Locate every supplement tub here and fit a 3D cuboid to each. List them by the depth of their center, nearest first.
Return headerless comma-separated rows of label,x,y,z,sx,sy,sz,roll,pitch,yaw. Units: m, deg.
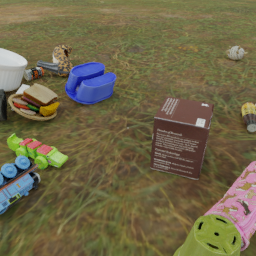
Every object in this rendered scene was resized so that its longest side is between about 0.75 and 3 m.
supplement tub,-4.475,-2.596,13.324,0.844,0.517,0.517,-28,41,-35

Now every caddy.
caddy,-1.517,-1.768,11.463,1.531,1.137,2.165,43,44,20

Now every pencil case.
pencil case,2.608,1.625,6.129,0.985,1.030,2.380,31,46,34

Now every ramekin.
ramekin,-5.730,-2.543,11.936,2.556,1.246,2.556,17,22,-7

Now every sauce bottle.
sauce bottle,4.299,-0.386,9.835,0.507,0.507,1.536,7,33,11

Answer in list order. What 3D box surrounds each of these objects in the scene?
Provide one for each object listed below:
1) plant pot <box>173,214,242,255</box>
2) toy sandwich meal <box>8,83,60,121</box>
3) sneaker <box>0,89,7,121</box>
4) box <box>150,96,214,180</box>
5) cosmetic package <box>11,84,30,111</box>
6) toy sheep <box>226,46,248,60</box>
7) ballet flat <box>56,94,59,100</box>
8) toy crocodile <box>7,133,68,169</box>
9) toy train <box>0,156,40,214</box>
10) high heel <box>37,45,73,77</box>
plant pot,1.468,2.230,4.966,1.279,1.214,1.279,1,34,-1
toy sandwich meal,-3.303,-0.958,10.071,1.896,0.649,1.896,23,23,-10
sneaker,-5.277,-0.852,10.341,1.418,0.816,2.719,-11,29,-17
box,1.482,0.240,7.717,1.376,1.676,1.390,12,33,17
cosmetic package,-4.222,-1.207,11.030,0.328,0.534,1.294,16,30,-11
toy sheep,6.004,-4.167,15.541,0.836,0.836,1.213,-27,33,-36
ballet flat,-3.280,-1.307,11.500,0.863,0.272,0.296,1,32,3
toy crocodile,-2.617,0.651,8.070,1.973,0.609,0.666,17,36,24
toy train,-2.798,1.337,6.741,0.692,0.911,1.595,-35,2,32
high heel,-3.031,-3.444,14.350,1.967,0.985,2.760,17,40,16
